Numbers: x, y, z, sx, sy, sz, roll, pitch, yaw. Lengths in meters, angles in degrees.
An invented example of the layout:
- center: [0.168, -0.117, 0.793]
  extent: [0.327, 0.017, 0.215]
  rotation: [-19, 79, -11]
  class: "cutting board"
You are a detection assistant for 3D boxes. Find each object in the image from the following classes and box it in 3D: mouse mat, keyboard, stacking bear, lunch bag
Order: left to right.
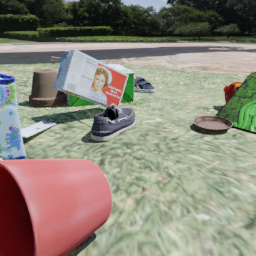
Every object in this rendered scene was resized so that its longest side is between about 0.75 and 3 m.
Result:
- center: [-3.366, -0.231, 6.006]
  extent: [2.289, 1.946, 1.458]
  rotation: [14, 25, 33]
  class: "lunch bag"
- center: [-2.550, 0.023, 7.751]
  extent: [0.468, 0.089, 1.664]
  rotation: [10, 15, 10]
  class: "keyboard"
- center: [4.569, -1.210, 9.595]
  extent: [2.431, 1.476, 1.383]
  rotation: [-5, -16, 17]
  class: "stacking bear"
- center: [4.132, -0.812, 8.405]
  extent: [2.138, 0.100, 2.657]
  rotation: [21, 59, 44]
  class: "mouse mat"

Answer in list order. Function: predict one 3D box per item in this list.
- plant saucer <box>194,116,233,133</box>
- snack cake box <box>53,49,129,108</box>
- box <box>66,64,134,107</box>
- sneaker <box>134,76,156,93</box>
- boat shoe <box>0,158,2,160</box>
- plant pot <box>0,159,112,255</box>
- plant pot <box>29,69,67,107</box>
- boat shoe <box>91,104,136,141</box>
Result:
- center: [2.446, -0.092, 8.108]
  extent: [1.084, 0.187, 1.084]
  rotation: [-2, 23, 1]
  class: "plant saucer"
- center: [-1.126, -1.491, 8.929]
  extent: [2.158, 1.241, 0.725]
  rotation: [18, -3, -40]
  class: "snack cake box"
- center: [-1.249, -1.824, 11.258]
  extent: [2.509, 1.213, 2.214]
  rotation: [-6, 21, -16]
  class: "box"
- center: [0.549, -1.975, 12.557]
  extent: [1.573, 0.625, 0.617]
  rotation: [18, 25, 36]
  class: "sneaker"
- center: [-3.148, 0.980, 4.109]
  extent: [2.714, 1.014, 0.928]
  rotation: [-11, 18, -30]
  class: "boat shoe"
- center: [-1.007, 1.027, 3.699]
  extent: [1.448, 1.448, 1.281]
  rotation: [19, 17, 40]
  class: "plant pot"
- center: [-3.056, -1.554, 10.546]
  extent: [1.424, 1.242, 1.424]
  rotation: [0, 19, 0]
  class: "plant pot"
- center: [-0.335, -0.318, 7.990]
  extent: [0.810, 0.700, 2.231]
  rotation: [9, 23, 22]
  class: "boat shoe"
